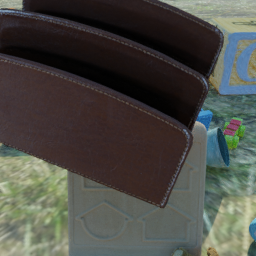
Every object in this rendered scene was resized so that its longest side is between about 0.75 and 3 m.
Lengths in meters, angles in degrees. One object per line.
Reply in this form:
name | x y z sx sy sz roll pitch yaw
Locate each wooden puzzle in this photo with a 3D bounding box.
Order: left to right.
wooden puzzle | 0.127 1.068 4.708 2.228 2.406 0.557 1 3 1

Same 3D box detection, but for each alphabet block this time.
alphabet block | 4.325 -2.743 10.483 2.305 2.292 2.347 0 31 -4

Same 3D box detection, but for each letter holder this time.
letter holder | -0.442 -0.615 3.350 2.694 1.915 1.355 20 33 8

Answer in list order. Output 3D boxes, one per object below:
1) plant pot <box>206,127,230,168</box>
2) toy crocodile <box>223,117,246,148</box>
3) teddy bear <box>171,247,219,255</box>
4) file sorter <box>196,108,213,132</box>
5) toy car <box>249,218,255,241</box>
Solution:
plant pot | 1.963 0.510 6.681 0.640 0.956 0.956 -15 24 29
toy crocodile | 2.832 0.084 7.623 0.550 0.503 1.631 19 36 27
teddy bear | 1.160 2.213 4.261 1.114 0.372 0.808 -3 32 6
file sorter | 0.650 0.278 5.826 1.347 1.941 1.191 -12 42 -18
toy car | 3.054 1.272 4.732 1.443 1.565 1.385 -26 40 -36
